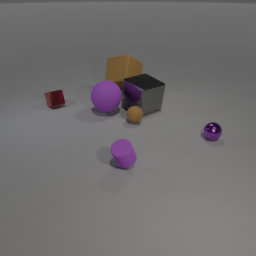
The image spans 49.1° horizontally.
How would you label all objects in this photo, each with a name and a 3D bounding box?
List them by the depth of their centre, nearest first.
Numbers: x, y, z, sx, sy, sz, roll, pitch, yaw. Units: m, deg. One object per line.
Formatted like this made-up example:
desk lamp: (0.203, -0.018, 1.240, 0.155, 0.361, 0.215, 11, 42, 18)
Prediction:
cylinder: (-0.134, 0.817, 9.004, 0.700, 0.700, 0.700, -10, 49, 12)
ball: (3.269, 0.124, 10.811, 0.700, 0.700, 0.700, 0, 28, 0)
ball: (0.291, -0.588, 12.025, 0.700, 0.700, 0.700, 0, 28, 0)
ball: (-0.975, -1.438, 12.681, 1.400, 1.400, 1.400, 0, 28, 0)
cube: (0.695, -1.556, 13.079, 1.400, 1.400, 1.400, -20, 41, -34)
cube: (-3.567, -1.451, 13.637, 0.700, 0.700, 0.700, -20, 15, -31)
cube: (-0.194, -2.897, 14.782, 1.400, 1.400, 1.400, 2, -7, 35)
